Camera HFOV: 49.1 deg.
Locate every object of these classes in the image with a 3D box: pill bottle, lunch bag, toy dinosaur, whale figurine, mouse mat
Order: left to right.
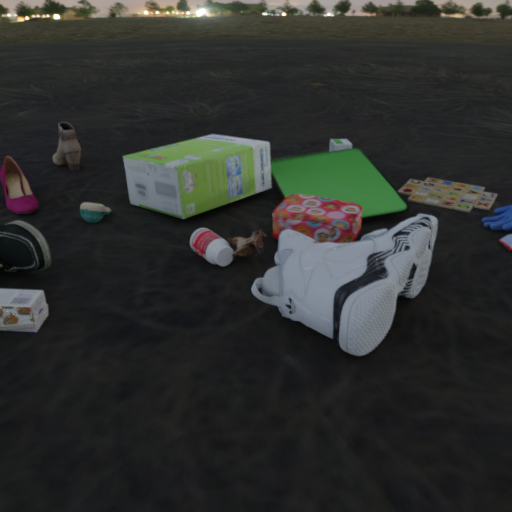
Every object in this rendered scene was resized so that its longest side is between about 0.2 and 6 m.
[{"bbox_3d":[-3.524,-0.940,12.336,0.654,0.427,0.822,7,4,12],"label":"whale figurine"},{"bbox_3d":[-0.822,-0.151,10.547,0.510,0.510,0.908,-18,32,-31],"label":"pill bottle"},{"bbox_3d":[-0.159,-0.173,10.434,0.681,0.431,1.004,-7,-5,-7],"label":"toy dinosaur"},{"bbox_3d":[1.272,-0.766,11.388,1.697,0.695,1.495,13,34,20],"label":"lunch bag"},{"bbox_3d":[1.810,-1.685,13.254,2.616,0.122,3.252,-10,38,-8],"label":"mouse mat"}]

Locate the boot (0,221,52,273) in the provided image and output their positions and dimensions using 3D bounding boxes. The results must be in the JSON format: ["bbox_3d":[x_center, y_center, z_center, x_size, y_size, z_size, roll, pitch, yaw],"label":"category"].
[{"bbox_3d":[-4.955,0.122,9.509,2.624,0.947,1.982,8,28,34],"label":"boot"}]

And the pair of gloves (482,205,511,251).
[{"bbox_3d":[5.577,-0.728,11.338,1.614,0.229,2.008,-24,20,12],"label":"pair of gloves"}]

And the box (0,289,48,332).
[{"bbox_3d":[-4.538,0.805,8.684,2.507,0.485,0.519,2,27,3],"label":"box"}]

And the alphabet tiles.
[{"bbox_3d":[4.686,-1.530,13.744,2.175,0.069,1.810,15,31,27],"label":"alphabet tiles"}]

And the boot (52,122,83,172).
[{"bbox_3d":[-5.283,-3.083,15.520,0.589,1.226,1.677,-21,34,-36],"label":"boot"}]

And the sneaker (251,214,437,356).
[{"bbox_3d":[1.552,0.079,9.128,2.073,1.355,3.607,19,36,27],"label":"sneaker"}]

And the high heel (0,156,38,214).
[{"bbox_3d":[-5.563,-1.632,12.969,0.666,0.950,1.976,-18,32,-31],"label":"high heel"}]

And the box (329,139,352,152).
[{"bbox_3d":[2.410,-2.989,16.037,0.510,0.595,0.592,-2,26,-8],"label":"box"}]

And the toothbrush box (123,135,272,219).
[{"bbox_3d":[-1.328,-1.961,13.178,2.059,1.217,2.828,17,32,41],"label":"toothbrush box"}]
